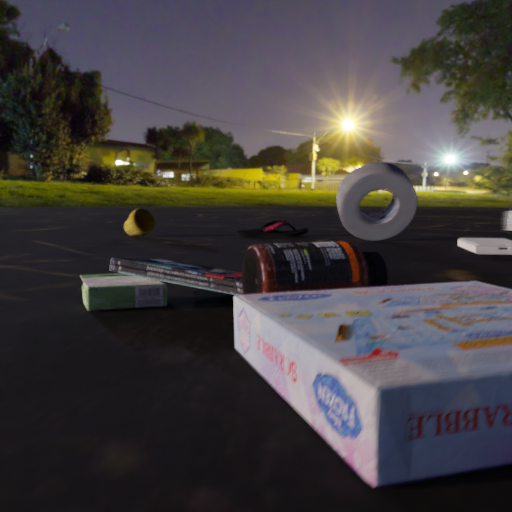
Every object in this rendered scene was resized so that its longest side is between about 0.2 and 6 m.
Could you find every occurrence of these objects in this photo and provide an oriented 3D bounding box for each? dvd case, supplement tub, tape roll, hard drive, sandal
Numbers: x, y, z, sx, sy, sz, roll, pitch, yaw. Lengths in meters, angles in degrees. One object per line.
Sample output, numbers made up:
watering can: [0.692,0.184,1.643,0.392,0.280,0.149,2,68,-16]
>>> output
dvd case: [-0.569,0.195,5.529,1.401,0.154,1.022,11,2,16]
supplement tub: [0.502,0.190,4.702,1.158,0.619,0.619,-2,6,-17]
tape roll: [2.540,-1.143,11.871,1.630,1.630,0.538,0,33,-2]
hard drive: [4.223,-0.175,10.021,0.902,0.180,1.367,1,7,8]
sandal: [0.382,-0.657,13.401,1.750,0.394,0.657,0,6,-2]

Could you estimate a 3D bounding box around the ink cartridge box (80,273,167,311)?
ink cartridge box: [-1.282,0.320,5.286,0.695,0.229,0.956,-2,4,-21]

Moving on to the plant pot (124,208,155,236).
plant pot: [-2.837,-0.750,13.400,0.633,0.633,0.595,-7,-12,-46]

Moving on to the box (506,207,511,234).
box: [6.688,-0.586,10.960,2.665,0.613,2.118,0,10,-3]

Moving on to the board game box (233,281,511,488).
board game box: [0.998,0.485,2.986,1.860,0.383,1.856,-2,6,-16]
